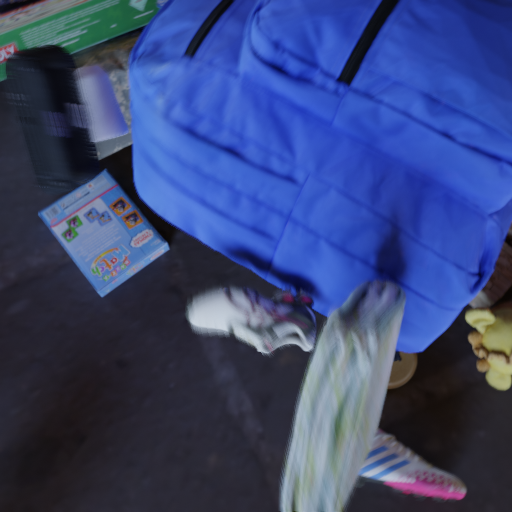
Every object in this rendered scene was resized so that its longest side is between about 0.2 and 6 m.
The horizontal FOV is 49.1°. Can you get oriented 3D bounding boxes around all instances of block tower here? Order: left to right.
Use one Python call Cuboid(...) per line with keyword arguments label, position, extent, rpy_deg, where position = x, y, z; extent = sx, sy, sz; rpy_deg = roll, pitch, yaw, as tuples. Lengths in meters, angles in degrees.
Cuboid(label="block tower", position=(4.284, -0.068, 9.420), extent=(2.440, 0.659, 0.705), rpy_deg=(-42, 72, -15))

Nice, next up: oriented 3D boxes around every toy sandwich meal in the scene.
Cuboid(label="toy sandwich meal", position=(2.024, 1.583, 8.910), extent=(1.095, 0.375, 1.095), rpy_deg=(0, 70, 1))

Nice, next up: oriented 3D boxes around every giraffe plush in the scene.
Cuboid(label="giraffe plush", position=(4.272, 1.214, 8.435), extent=(1.881, 2.320, 2.002), rpy_deg=(-16, 81, 30))

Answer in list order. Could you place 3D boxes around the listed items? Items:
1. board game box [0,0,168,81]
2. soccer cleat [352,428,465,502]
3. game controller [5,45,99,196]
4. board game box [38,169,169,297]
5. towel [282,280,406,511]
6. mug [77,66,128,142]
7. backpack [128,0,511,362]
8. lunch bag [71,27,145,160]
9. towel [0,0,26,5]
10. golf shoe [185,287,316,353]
Cuboid(label="board game box", position=(-3.533, -4.319, 10.274), extent=(4.829, 0.703, 3.249), rpy_deg=(-26, 35, -11))
Cuboid(label="soccer cleat", position=(2.023, 2.976, 8.117), extent=(2.027, 0.708, 0.875), rpy_deg=(10, 65, 4))
Cuboid(label="game controller", position=(-2.235, -1.500, 6.284), extent=(0.336, 1.595, 0.832), rpy_deg=(10, 32, 27))
Cuboid(label="board game box", position=(-2.647, -0.425, 9.740), extent=(1.417, 0.343, 1.873), rpy_deg=(-37, 72, -14))
Cuboid(label="towel", position=(0.919, 1.310, 5.473), extent=(0.541, 2.247, 1.924), rpy_deg=(16, 102, 21))
Cuboid(label="mug", position=(-2.311, -1.960, 7.311), extent=(1.112, 0.913, 0.891), rpy_deg=(-21, 23, -31))
Cuboid(label="backpack", position=(1.013, -2.019, 7.554), extent=(5.160, 4.330, 4.193), rpy_deg=(27, 57, 11))
Cuboid(label="lunch bag", position=(-2.698, -3.111, 10.155), extent=(2.207, 1.582, 2.691), rpy_deg=(-28, 44, -10))
Cuboid(label="towel", position=(-5.133, -5.401, 11.392), extent=(2.369, 0.283, 1.715), rpy_deg=(-10, 36, 0))
Cuboid(label="golf shoe", position=(-0.042, 0.819, 7.065), extent=(1.683, 0.650, 0.741), rpy_deg=(0, 57, -10))
